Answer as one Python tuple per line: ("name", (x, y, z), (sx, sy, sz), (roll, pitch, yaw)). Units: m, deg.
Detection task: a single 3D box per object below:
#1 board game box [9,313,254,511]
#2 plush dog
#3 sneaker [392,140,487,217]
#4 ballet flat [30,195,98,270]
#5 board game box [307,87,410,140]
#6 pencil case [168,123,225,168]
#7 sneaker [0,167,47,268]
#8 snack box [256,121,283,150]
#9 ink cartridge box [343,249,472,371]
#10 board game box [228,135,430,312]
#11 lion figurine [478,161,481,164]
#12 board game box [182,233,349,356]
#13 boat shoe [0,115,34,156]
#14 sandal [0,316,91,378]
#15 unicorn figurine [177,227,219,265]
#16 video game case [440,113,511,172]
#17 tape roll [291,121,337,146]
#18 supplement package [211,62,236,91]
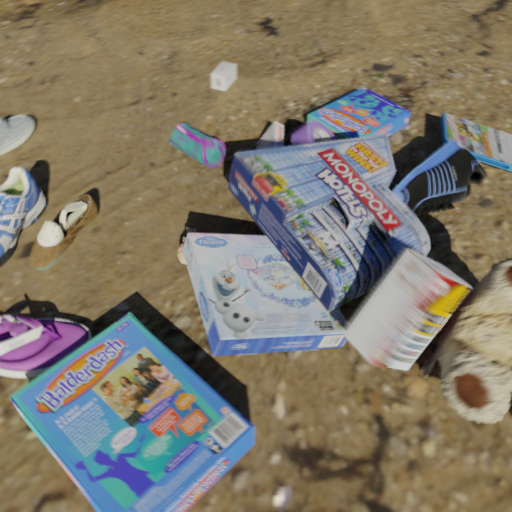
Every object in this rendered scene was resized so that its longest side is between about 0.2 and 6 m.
("board game box", (-1.900, 2.531, 8.597), (2.326, 0.688, 3.058), (-36, 56, -29))
("plush dog", (4.198, 1.612, 8.991), (2.264, 2.114, 2.635), (27, 80, 3))
("sneaker", (3.805, -1.370, 12.056), (2.951, 1.035, 1.150), (-39, 75, -21))
("ballet flat", (-3.971, -0.594, 11.523), (0.671, 0.716, 1.979), (27, 52, 12))
("board game box", (2.631, -3.495, 14.430), (2.148, 0.483, 1.633), (-33, 55, -27))
("pencil case", (-1.398, -2.640, 13.282), (0.675, 0.733, 1.587), (-46, 46, -10))
("sneaker", (-5.332, -0.712, 11.419), (1.040, 1.058, 2.746), (9, 48, 6))
("snack box", (0.291, -2.167, 12.965), (0.275, 0.813, 2.263), (27, 42, -23))
("ink cartridge box", (2.497, 0.921, 8.887), (1.515, 1.725, 0.723), (18, 22, -43))
("board game box", (1.754, -1.039, 10.810), (3.324, 1.026, 3.326), (-24, 61, -27))
("lion figurine", (5.128, -2.433, 13.558), (0.631, 0.373, 1.030), (-13, 59, -45))
("board game box", (0.131, 0.613, 10.040), (2.455, 0.533, 2.443), (1, 45, -25))
("boat shoe", (-6.401, -2.984, 13.735), (0.776, 0.793, 2.226), (24, 51, 21))
("sandal", (-4.376, 1.425, 9.619), (2.958, 0.727, 1.204), (1, 47, 1))
("unicorn figurine", (-0.715, 0.232, 10.785), (1.775, 0.656, 1.219), (22, 59, 6))
("video game case", (5.516, -2.693, 13.512), (2.137, 0.190, 1.529), (18, 45, -1))
("tape roll", (1.331, -2.318, 12.200), (1.160, 0.493, 1.160), (25, 51, -36))
("supplement package", (-0.922, -5.131, 15.991), (0.462, 0.460, 0.787), (17, 49, 16))
